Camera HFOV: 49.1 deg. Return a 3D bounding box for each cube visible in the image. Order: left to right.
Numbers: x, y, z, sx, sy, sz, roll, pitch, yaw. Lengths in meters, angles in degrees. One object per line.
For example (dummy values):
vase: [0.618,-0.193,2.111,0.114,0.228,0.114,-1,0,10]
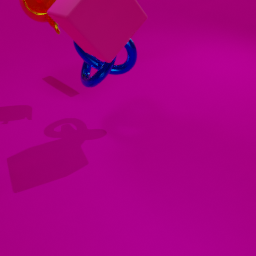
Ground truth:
cube: [-0.709,-2.572,6.372,1.385,1.385,1.385,-50,40,-2]

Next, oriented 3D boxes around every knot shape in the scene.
knot shape: [-0.794,-1.924,7.877,1.853,1.734,0.856,28,1,12]

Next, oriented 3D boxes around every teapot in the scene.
teapot: [-2.514,-3.699,8.160,1.283,2.063,1.010,-28,20,1]
